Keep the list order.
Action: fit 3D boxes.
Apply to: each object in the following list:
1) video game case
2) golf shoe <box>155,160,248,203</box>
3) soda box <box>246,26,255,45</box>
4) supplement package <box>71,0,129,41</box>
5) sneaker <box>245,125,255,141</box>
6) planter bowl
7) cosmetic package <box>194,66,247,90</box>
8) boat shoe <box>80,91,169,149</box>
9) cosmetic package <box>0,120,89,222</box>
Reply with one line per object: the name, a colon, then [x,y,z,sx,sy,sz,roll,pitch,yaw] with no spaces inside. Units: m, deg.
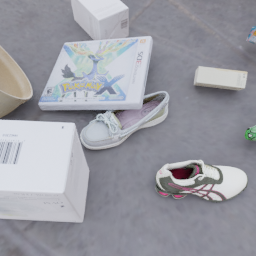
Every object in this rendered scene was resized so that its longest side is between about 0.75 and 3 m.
video game case: [-0.845,-1.595,7.957,2.849,0.314,2.597,0,55,15]
golf shoe: [1.710,1.159,6.289,2.184,0.962,0.843,-2,57,-3]
soda box: [4.038,-2.609,8.073,0.529,0.492,1.547,19,18,-8]
supplement package: [-0.936,-3.752,9.210,1.112,1.126,1.857,-31,63,-18]
sneaker: [3.182,0.080,6.999,0.480,1.126,0.439,-6,90,29]
planter bowl: [-4.190,-1.199,6.868,2.007,2.982,2.982,-40,63,8]
cosmetic package: [2.585,-1.395,7.932,1.316,0.681,0.481,9,93,5]
boat shoe: [-0.063,-0.249,7.217,2.502,0.802,0.922,-21,60,-13]
cosmetic package: [-2.054,0.976,5.632,2.208,2.215,1.362,2,61,2]
